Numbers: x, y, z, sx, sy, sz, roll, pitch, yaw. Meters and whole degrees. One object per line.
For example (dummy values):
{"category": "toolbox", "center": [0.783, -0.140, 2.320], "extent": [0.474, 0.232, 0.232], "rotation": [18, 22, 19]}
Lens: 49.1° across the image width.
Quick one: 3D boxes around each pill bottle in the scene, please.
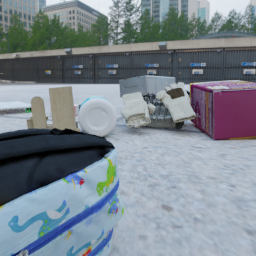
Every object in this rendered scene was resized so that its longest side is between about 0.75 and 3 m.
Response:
{"category": "pill bottle", "center": [-1.046, -0.459, 9.336], "extent": [1.175, 1.175, 2.120], "rotation": [-2, 10, -9]}

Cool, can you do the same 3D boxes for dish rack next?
{"category": "dish rack", "center": [1.026, -0.706, 10.118], "extent": [2.264, 0.618, 1.737], "rotation": [6, 41, 16]}

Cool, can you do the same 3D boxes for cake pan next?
{"category": "cake pan", "center": [1.256, -0.458, 11.015], "extent": [2.188, 0.401, 2.188], "rotation": [1, 16, 0]}

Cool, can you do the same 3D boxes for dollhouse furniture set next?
{"category": "dollhouse furniture set", "center": [-2.198, -0.477, 8.375], "extent": [1.580, 1.354, 1.662], "rotation": [-5, 6, 3]}

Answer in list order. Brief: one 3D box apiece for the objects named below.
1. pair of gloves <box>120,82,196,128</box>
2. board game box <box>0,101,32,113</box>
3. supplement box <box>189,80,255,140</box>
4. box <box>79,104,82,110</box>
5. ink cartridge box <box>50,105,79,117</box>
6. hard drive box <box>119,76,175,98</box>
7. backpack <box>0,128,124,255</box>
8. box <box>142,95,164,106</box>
{"category": "pair of gloves", "center": [0.925, -0.826, 9.525], "extent": [2.407, 0.422, 2.047], "rotation": [-8, 37, 6]}
{"category": "board game box", "center": [-6.536, -1.011, 14.346], "extent": [2.803, 0.363, 2.804], "rotation": [-8, 14, -38]}
{"category": "supplement box", "center": [3.353, -0.738, 9.477], "extent": [1.934, 1.525, 2.955], "rotation": [-3, 13, 0]}
{"category": "box", "center": [-1.785, -0.972, 14.132], "extent": [1.583, 0.396, 1.595], "rotation": [2, 11, 8]}
{"category": "ink cartridge box", "center": [-2.927, -0.810, 12.987], "extent": [1.165, 0.486, 0.846], "rotation": [0, 11, 0]}
{"category": "hard drive box", "center": [0.997, -2.030, 14.019], "extent": [1.805, 0.889, 2.316], "rotation": [0, 5, 43]}
{"category": "backpack", "center": [-1.122, 0.761, 2.575], "extent": [1.908, 1.799, 2.339], "rotation": [3, 29, 44]}
{"category": "box", "center": [1.744, -1.321, 14.292], "extent": [2.948, 0.653, 2.362], "rotation": [-6, 3, -28]}
